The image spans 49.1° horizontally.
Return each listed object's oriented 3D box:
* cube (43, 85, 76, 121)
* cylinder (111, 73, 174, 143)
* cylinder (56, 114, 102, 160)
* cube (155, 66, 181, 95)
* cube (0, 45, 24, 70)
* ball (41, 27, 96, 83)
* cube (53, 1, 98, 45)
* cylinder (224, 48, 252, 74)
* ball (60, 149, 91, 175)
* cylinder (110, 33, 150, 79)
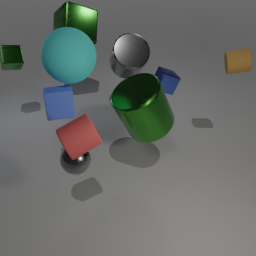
[{"bbox_3d":[-1.766,-0.661,7.197,0.700,0.700,0.700,-9,23,-14],"label":"cube"},{"bbox_3d":[0.426,-0.542,7.731,1.400,1.400,1.400,-15,46,16],"label":"cylinder"},{"bbox_3d":[-0.992,0.176,5.683,0.700,0.700,0.700,-30,39,-9],"label":"cylinder"},{"bbox_3d":[1.381,-1.739,10.299,0.700,0.700,0.700,12,31,-24],"label":"cube"},{"bbox_3d":[-4.251,-2.553,10.186,0.700,0.700,0.700,-9,-5,-29],"label":"cube"},{"bbox_3d":[-1.520,-1.856,7.214,1.400,1.400,1.400,0,33,0],"label":"ball"},{"bbox_3d":[-2.209,-4.167,11.661,1.400,1.400,1.400,4,-3,-35],"label":"cube"},{"bbox_3d":[3.371,-2.049,8.604,0.700,0.700,0.700,-5,31,13],"label":"cylinder"},{"bbox_3d":[-1.209,0.722,6.454,0.700,0.700,0.700,0,33,0],"label":"ball"},{"bbox_3d":[0.031,-2.783,10.985,1.400,1.400,1.400,-6,-4,-9],"label":"cylinder"}]
